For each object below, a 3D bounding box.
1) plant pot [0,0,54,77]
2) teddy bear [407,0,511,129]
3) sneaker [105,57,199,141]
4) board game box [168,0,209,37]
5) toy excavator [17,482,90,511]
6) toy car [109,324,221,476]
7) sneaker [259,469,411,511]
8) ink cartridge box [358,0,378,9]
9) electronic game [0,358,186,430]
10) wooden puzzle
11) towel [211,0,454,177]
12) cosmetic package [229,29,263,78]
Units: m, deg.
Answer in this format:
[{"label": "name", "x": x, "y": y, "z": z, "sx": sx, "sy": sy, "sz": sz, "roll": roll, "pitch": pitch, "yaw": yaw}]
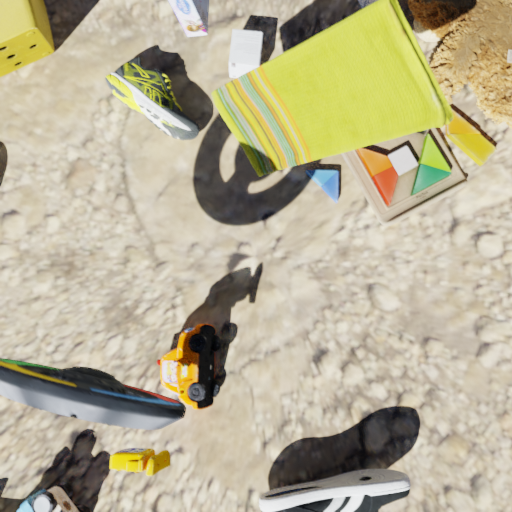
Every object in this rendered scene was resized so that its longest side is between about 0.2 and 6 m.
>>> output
[{"label": "plant pot", "x": -4.706, "y": -4.287, "z": 9.795, "sx": 2.032, "sy": 2.032, "sz": 1.792, "roll": -27, "pitch": 96, "yaw": -5}, {"label": "teddy bear", "x": 4.257, "y": -3.503, "z": 9.908, "sx": 4.289, "sy": 1.432, "sz": 3.110, "roll": 30, "pitch": 79, "yaw": 0}, {"label": "sneaker", "x": -1.754, "y": -2.874, "z": 10.040, "sx": 2.014, "sy": 0.750, "sz": 0.852, "roll": 36, "pitch": 81, "yaw": 7}, {"label": "board game box", "x": -1.038, "y": -4.313, "z": 7.773, "sx": 0.354, "sy": 1.719, "sz": 1.715, "roll": -2, "pitch": 73, "yaw": 12}, {"label": "toy excavator", "x": -3.575, "y": 4.138, "z": 8.748, "sx": 1.428, "sy": 0.713, "sz": 1.389, "roll": -42, "pitch": 81, "yaw": 1}, {"label": "toy car", "x": -1.372, "y": 1.934, "z": 8.266, "sx": 0.960, "sy": 2.884, "sz": 1.414, "roll": -2, "pitch": 98, "yaw": 16}, {"label": "sneaker", "x": 1.306, "y": 4.160, "z": 8.672, "sx": 2.357, "sy": 0.861, "sz": 1.318, "roll": -12, "pitch": 82, "yaw": 6}, {"label": "ink cartridge box", "x": 2.225, "y": -5.541, "z": 10.651, "sx": 1.009, "sy": 0.587, "sz": 1.385, "roll": -24, "pitch": 82, "yaw": -4}, {"label": "electronic game", "x": -1.839, "y": 1.459, "z": 6.131, "sx": 2.196, "sy": 2.196, "sz": 0.457, "roll": 13, "pitch": 78, "yaw": 3}, {"label": "wooden puzzle", "x": 2.616, "y": -1.728, "z": 10.019, "sx": 3.053, "sy": 0.357, "sz": 2.060, "roll": -35, "pitch": 81, "yaw": -6}, {"label": "towel", "x": 0.706, "y": -1.918, "z": 7.197, "sx": 0.320, "sy": 3.548, "sz": 1.527, "roll": -47, "pitch": 113, "yaw": -25}, {"label": "cosmetic package", "x": -0.192, "y": -3.687, "z": 10.294, "sx": 0.562, "sy": 0.561, "sz": 0.681, "roll": 5, "pitch": 80, "yaw": 0}]
